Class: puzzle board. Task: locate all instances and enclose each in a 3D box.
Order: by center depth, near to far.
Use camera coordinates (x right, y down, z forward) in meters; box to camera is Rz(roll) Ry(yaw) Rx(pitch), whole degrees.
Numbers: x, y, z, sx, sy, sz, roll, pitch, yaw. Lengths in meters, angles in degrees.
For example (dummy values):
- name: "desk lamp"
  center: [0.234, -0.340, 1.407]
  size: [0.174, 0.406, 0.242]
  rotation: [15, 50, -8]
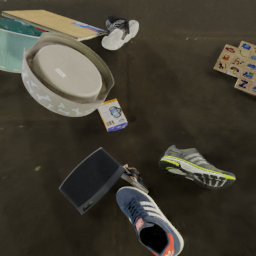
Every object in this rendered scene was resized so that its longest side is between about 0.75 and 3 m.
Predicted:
- name: "puzzle board"
  center: [-2.413, -3.530, 9.608]
  size: [2.852, 0.248, 2.149]
  rotation: [23, 29, 13]

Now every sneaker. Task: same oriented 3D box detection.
- name: "sneaker"
  center: [0.320, 1.991, 6.094]
  size: [1.932, 0.817, 0.724]
  rotation: [38, 102, 32]
- name: "sneaker"
  center: [0.188, 1.266, 7.089]
  size: [0.951, 0.373, 0.378]
  rotation: [34, 70, 21]
- name: "sneaker"
  center: [1.793, 0.930, 7.136]
  size: [1.912, 0.706, 0.774]
  rotation: [19, 57, 10]
- name: "sneaker"
  center: [-0.501, -3.372, 9.781]
  size: [1.021, 0.677, 1.795]
  rotation: [33, 53, 21]

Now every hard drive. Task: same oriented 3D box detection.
- name: "hard drive"
  center: [-0.915, 1.251, 6.988]
  size: [1.522, 0.322, 1.027]
  rotation: [-44, 65, -13]

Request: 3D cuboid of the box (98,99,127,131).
- name: "box"
  center: [-0.448, -0.341, 8.196]
  size: [0.613, 0.214, 1.030]
  rotation: [-19, 62, -11]

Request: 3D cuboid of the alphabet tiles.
- name: "alphabet tiles"
  center: [4.269, -1.930, 9.250]
  size: [2.577, 0.097, 2.154]
  rotation: [25, 62, 15]

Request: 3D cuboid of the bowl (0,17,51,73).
- name: "bowl"
  center: [-3.519, -2.505, 8.589]
  size: [2.401, 1.256, 2.401]
  rotation: [15, 23, -7]

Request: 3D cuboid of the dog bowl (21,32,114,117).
- name: "dog bowl"
  center: [-1.518, -1.299, 7.023]
  size: [2.379, 0.698, 2.379]
  rotation: [23, 42, -23]
